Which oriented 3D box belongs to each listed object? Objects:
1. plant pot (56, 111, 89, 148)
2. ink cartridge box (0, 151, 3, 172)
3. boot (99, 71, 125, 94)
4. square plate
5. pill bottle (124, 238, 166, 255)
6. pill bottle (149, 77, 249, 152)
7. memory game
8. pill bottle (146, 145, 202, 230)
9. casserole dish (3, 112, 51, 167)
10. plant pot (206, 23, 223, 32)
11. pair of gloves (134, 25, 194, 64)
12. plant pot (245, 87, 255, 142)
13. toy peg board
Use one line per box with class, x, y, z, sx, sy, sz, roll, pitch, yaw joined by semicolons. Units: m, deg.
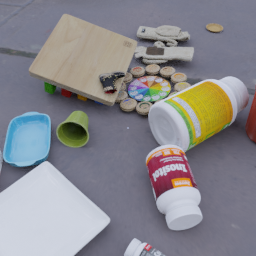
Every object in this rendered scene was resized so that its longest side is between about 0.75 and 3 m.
plant pot;-1.613;-0.055;8.695;0.981;0.981;0.932;3;34;3
ink cartridge box;-4.434;1.132;7.609;1.707;0.731;1.260;-6;47;-8
boot;-0.463;-1.486;9.135;0.889;0.325;0.669;-10;67;-15
square plate;-2.230;2.338;6.719;2.619;0.376;2.644;34;56;27
pill bottle;0.448;2.876;6.079;0.993;0.566;0.566;26;52;22
pill bottle;2.224;-0.512;8.521;2.915;1.619;1.619;-26;52;-23
memory game;0.795;-1.513;10.250;2.971;0.189;2.971;-4;44;4
pill bottle;1.158;1.463;7.045;1.091;1.091;1.931;-7;48;-7
casserole dish;-2.992;0.381;8.530;1.310;0.420;2.163;-7;47;-6
plant pot;4.219;-4.868;13.663;0.819;0.113;0.819;0;48;0
pair of gloves;1.544;-3.626;12.240;2.483;0.512;2.920;1;45;6
plant pot;4.587;-0.553;8.209;2.218;2.158;2.218;0;46;0
toy peg board;-1.542;-2.214;10.263;2.926;1.437;2.938;20;62;-2
